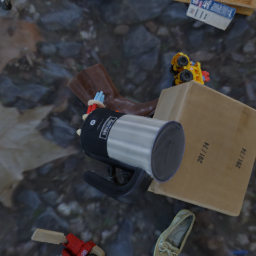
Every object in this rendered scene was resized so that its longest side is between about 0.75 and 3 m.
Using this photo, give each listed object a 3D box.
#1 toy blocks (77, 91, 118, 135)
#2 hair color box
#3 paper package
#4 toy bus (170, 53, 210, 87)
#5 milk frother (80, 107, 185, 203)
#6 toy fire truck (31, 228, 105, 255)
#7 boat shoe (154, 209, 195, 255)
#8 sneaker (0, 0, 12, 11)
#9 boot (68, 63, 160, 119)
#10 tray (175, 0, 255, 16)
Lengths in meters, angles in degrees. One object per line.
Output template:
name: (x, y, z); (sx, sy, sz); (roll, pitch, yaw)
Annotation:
toy blocks: (-0.656, -0.310, 8.003); (1.195, 0.520, 1.433); (18, 65, -2)
hair color box: (2.677, -3.765, 9.103); (1.404, 0.702, 0.425); (23, 82, 3)
paper package: (1.947, 0.594, 7.646); (2.803, 1.521, 2.940); (21, 81, -19)
toy bus: (1.976, -1.737, 8.810); (1.116, 0.789, 1.163); (-6, 78, -14)
milk frother: (0.248, 0.738, 6.729); (2.113, 2.246, 2.027); (14, 87, 40)
toy fire truck: (-1.852, 3.709, 7.795); (1.919, 1.234, 1.689); (34, 83, 16)
boat shoe: (1.351, 3.205, 8.084); (0.665, 0.574, 1.824); (36, 83, 5)
sneaker: (-4.509, -4.400, 9.322); (0.917, 0.596, 1.589); (-24, 72, 1)
boot: (-0.265, -1.177, 8.705); (2.469, 0.851, 2.649); (-34, 77, -9)
tray: (2.926, -4.737, 9.370); (2.733, 0.506, 1.348); (12, 82, 3)
